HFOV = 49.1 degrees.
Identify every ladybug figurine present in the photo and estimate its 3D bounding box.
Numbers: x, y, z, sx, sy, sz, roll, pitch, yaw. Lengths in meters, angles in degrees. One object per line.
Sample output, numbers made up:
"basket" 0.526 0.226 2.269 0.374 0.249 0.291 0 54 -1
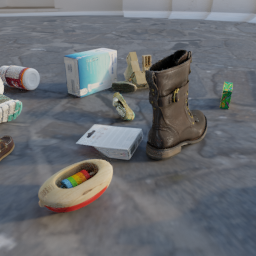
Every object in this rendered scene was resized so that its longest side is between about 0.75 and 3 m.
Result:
"ladybug figurine" -0.999 1.173 5.547 1.582 0.569 1.073 -23 30 -28

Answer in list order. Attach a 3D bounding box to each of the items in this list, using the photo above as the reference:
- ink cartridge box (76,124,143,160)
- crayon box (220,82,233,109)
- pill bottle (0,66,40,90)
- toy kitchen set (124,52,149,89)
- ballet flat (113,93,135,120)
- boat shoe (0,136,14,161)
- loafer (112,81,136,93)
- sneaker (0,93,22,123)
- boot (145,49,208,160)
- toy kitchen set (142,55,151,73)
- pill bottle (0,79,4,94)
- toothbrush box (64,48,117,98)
"ink cartridge box" -0.457 0.345 7.543 1.465 0.418 1.191 1 26 21
"crayon box" 3.551 -1.190 10.095 0.320 0.652 1.097 11 30 17
"pill bottle" -4.562 -2.116 11.628 1.611 0.883 0.883 12 30 24
"toy kitchen set" 0.613 -2.345 11.913 1.275 1.414 1.153 -10 -12 -18
"ballet flat" -0.251 -0.717 9.110 0.452 0.452 1.278 -16 52 -28
"boat shoe" -3.280 0.521 6.958 0.517 0.517 1.470 -1 26 2
"loafer" -0.126 -1.722 11.372 1.117 0.422 0.381 14 36 25
"sneaker" -4.360 -0.505 8.418 1.001 0.851 2.194 33 30 19
"boot" 1.379 -0.728 7.173 0.998 2.510 2.883 19 33 32
"toy kitchen set" 0.817 -2.807 12.914 0.832 0.920 1.019 -10 25 -16
"pill bottle" -5.539 -1.536 9.989 2.015 1.150 1.150 12 30 24
"toothbrush box" -1.428 -2.272 11.245 0.881 1.513 2.066 23 36 37
